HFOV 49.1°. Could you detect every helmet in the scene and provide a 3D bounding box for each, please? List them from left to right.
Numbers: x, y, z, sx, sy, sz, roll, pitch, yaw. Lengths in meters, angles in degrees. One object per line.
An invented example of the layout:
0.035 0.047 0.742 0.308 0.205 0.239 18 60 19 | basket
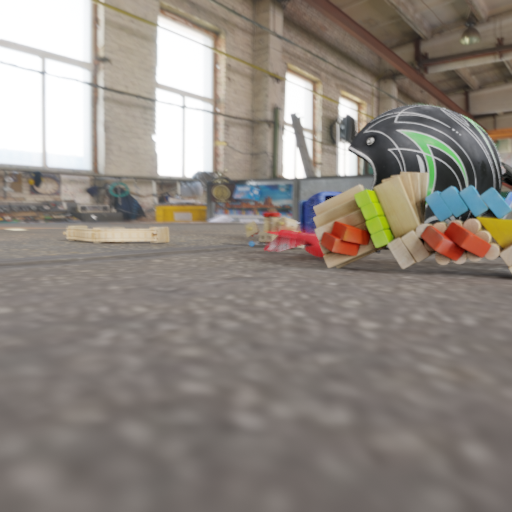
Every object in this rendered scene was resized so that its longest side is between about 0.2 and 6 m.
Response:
3.613 -1.718 12.227 3.234 3.083 3.234 0 4 0 | helmet

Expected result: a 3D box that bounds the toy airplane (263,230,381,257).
1.129 -0.219 9.876 2.206 0.406 2.206 4 3 0 | toy airplane

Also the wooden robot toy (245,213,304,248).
0.584 -0.515 12.491 0.829 0.805 1.828 11 -3 -40 | wooden robot toy

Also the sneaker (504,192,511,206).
5.267 -0.579 10.299 1.237 1.114 3.176 16 21 31 | sneaker

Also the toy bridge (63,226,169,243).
-3.826 -0.547 14.490 3.136 0.427 1.054 2 5 27 | toy bridge

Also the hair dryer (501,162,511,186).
6.563 -1.020 12.853 2.215 0.790 2.908 27 19 -28 | hair dryer

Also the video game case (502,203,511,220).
3.871 -0.282 7.190 1.386 0.164 1.262 18 -16 14 | video game case

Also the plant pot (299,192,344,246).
1.638 -0.779 12.688 1.222 1.222 1.099 -2 -1 -31 | plant pot

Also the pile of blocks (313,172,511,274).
2.113 -0.408 6.858 3.187 1.308 0.990 2 5 24 | pile of blocks
